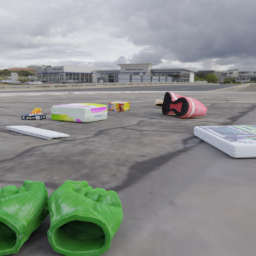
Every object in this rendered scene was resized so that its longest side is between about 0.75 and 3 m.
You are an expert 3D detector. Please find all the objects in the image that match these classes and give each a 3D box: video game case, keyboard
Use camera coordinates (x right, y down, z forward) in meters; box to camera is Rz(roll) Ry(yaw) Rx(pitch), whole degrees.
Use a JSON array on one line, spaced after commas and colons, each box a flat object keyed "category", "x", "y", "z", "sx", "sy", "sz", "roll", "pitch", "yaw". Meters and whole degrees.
[{"category": "video game case", "x": 2.895, "y": 0.224, "z": 6.260, "sx": 2.188, "sy": 0.281, "sz": 2.407, "roll": -1, "pitch": 8, "yaw": -4}, {"category": "keyboard", "x": -2.534, "y": 0.086, "z": 7.696, "sx": 2.290, "sy": 0.122, "sz": 0.644, "roll": 9, "pitch": 12, "yaw": 42}]

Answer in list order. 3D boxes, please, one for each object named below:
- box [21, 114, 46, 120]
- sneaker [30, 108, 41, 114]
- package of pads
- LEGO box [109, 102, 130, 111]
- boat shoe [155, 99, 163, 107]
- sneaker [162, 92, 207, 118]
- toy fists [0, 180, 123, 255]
[{"category": "box", "x": -3.603, "y": -0.428, "z": 10.745, "sx": 0.752, "sy": 0.164, "sz": 0.603, "roll": 1, "pitch": 9, "yaw": 4}, {"category": "sneaker", "x": -4.030, "y": -0.722, "z": 12.175, "sx": 0.284, "sy": 0.300, "sz": 0.779, "roll": 2, "pitch": 11, "yaw": 5}, {"category": "package of pads", "x": -1.772, "y": -0.588, "z": 10.382, "sx": 1.734, "sy": 0.591, "sz": 1.340, "roll": 6, "pitch": 11, "yaw": 32}, {"category": "LEGO box", "x": -0.425, "y": -1.096, "z": 14.155, "sx": 0.764, "sy": 0.396, "sz": 1.026, "roll": 3, "pitch": 10, "yaw": 18}, {"category": "boat shoe", "x": 2.065, "y": -1.256, "z": 15.357, "sx": 1.235, "sy": 0.440, "sz": 0.399, "roll": 8, "pitch": 44, "yaw": -2}, {"category": "sneaker", "x": 2.296, "y": -0.856, "z": 11.755, "sx": 1.169, "sy": 0.993, "sz": 2.695, "roll": 9, "pitch": 12, "yaw": -18}, {"category": "toy fists", "x": -0.717, "y": 0.750, "z": 2.519, "sx": 1.340, "sy": 0.461, "sz": 0.683, "roll": -1, "pitch": 9, "yaw": 2}]
